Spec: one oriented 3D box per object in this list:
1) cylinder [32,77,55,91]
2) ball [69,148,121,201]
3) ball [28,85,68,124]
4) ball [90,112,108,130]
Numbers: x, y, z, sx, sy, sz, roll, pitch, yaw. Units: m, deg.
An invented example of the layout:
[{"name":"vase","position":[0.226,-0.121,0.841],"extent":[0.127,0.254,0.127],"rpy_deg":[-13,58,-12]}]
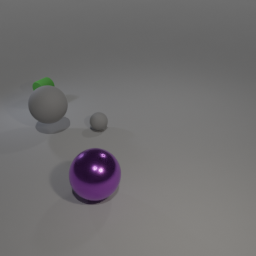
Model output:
[{"name":"cylinder","position":[-3.809,-1.859,12.649],"extent":[0.700,0.700,0.700],"rpy_deg":[16,35,26]},{"name":"ball","position":[-0.882,1.238,7.537],"extent":[1.400,1.400,1.400],"rpy_deg":[0,30,0]},{"name":"ball","position":[-2.933,-0.857,10.301],"extent":[1.400,1.400,1.400],"rpy_deg":[0,30,0]},{"name":"ball","position":[-1.123,-0.261,10.773],"extent":[0.700,0.700,0.700],"rpy_deg":[0,30,0]}]
